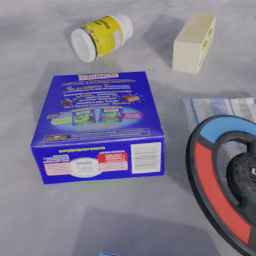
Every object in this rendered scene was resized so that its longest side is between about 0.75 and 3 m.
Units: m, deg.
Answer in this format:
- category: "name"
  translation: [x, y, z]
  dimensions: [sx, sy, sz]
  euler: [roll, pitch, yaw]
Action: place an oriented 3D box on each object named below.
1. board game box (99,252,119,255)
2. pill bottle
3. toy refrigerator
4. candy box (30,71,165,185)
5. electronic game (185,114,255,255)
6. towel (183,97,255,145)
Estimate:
- category: "board game box"
  translation: [0.526, 2.828, 3.799]
  dimensions: [2.323, 0.425, 1.757]
  euler: [9, 44, 7]
- category: "pill bottle"
  translation: [-0.861, -3.262, 9.948]
  dimensions: [2.082, 1.171, 1.171]
  euler: [-36, 52, -28]
- category: "toy refrigerator"
  translation: [2.470, -3.140, 10.081]
  dimensions: [0.994, 1.079, 2.842]
  euler: [14, 43, 19]
- category: "candy box"
  translation: [-0.616, -0.201, 6.559]
  dimensions: [2.533, 1.154, 2.996]
  euler: [-4, 37, -2]
- category: "electronic game"
  translation: [2.341, 0.971, 5.081]
  dimensions: [2.935, 0.611, 2.935]
  euler: [14, 51, -18]
- category: "towel"
  translation: [2.773, -0.237, 7.367]
  dimensions: [2.473, 0.294, 1.816]
  euler: [0, 41, 1]
